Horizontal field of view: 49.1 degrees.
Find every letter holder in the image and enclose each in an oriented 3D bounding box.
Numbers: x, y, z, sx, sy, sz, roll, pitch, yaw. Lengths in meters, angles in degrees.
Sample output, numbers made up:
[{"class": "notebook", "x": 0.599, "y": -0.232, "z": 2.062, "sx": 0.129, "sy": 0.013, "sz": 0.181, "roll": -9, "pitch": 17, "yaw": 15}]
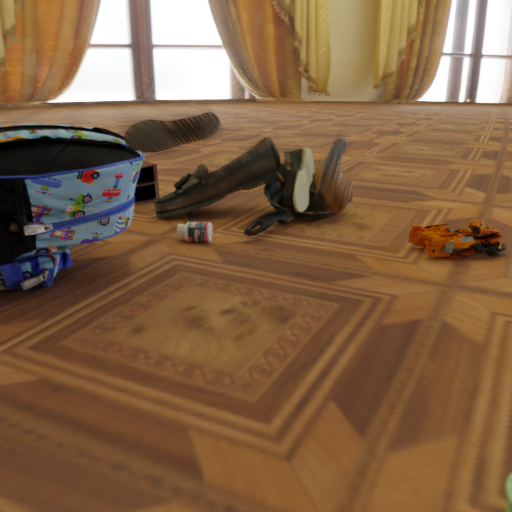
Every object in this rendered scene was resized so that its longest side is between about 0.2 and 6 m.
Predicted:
[{"class": "letter holder", "x": -3.706, "y": -1.999, "z": 14.888, "sx": 1.403, "sy": 0.992, "sz": 1.973, "roll": -18, "pitch": 27, "yaw": -37}]

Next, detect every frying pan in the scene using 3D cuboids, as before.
[{"class": "frying pan", "x": 1.101, "y": -1.062, "z": 12.934, "sx": 2.140, "sy": 0.576, "sz": 3.538, "roll": 8, "pitch": 34, "yaw": 8}]

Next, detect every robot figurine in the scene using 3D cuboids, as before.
[{"class": "robot figurine", "x": 3.979, "y": -0.331, "z": 10.966, "sx": 1.750, "sy": 0.509, "sz": 1.269, "roll": -5, "pitch": 22, "yaw": -13}]

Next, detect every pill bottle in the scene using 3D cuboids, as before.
[{"class": "pill bottle", "x": -1.269, "y": -0.492, "z": 11.564, "sx": 0.679, "sy": 0.406, "sz": 0.406, "roll": 2, "pitch": 20, "yaw": 7}]

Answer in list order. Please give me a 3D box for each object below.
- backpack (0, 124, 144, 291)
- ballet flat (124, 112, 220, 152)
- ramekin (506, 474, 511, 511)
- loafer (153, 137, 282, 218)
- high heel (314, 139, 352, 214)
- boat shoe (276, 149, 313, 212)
[{"class": "backpack", "x": -3.880, "y": -0.989, "z": 9.729, "sx": 3.814, "sy": 2.566, "sz": 3.482, "roll": -10, "pitch": 22, "yaw": -23}, {"class": "ballet flat", "x": -1.376, "y": -2.020, "z": 9.215, "sx": 1.630, "sy": 0.549, "sz": 0.378, "roll": -19, "pitch": 0, "yaw": -22}, {"class": "ramekin", "x": 2.400, "y": 2.096, "z": 4.441, "sx": 0.824, "sy": 0.402, "sz": 0.824, "roll": 0, "pitch": 20, "yaw": 0}, {"class": "loafer", "x": -0.973, "y": -1.918, "z": 13.514, "sx": 3.343, "sy": 1.051, "sz": 1.201, "roll": -21, "pitch": 19, "yaw": -12}, {"class": "high heel", "x": 1.199, "y": -1.008, "z": 9.218, "sx": 0.547, "sy": 1.531, "sz": 1.091, "roll": 12, "pitch": 50, "yaw": 19}, {"class": "boat shoe", "x": 0.868, "y": -1.738, "z": 13.038, "sx": 0.733, "sy": 0.855, "sz": 2.338, "roll": -4, "pitch": 37, "yaw": 14}]
